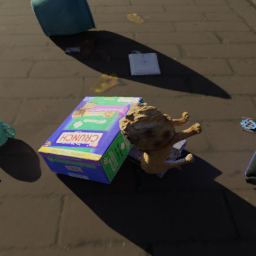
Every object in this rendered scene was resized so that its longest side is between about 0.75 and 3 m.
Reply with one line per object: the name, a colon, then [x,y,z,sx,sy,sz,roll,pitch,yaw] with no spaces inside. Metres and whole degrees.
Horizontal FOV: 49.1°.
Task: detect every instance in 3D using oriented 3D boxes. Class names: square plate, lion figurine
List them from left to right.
square plate: [0.756,-3.007,12.969,1.348,0.192,1.335,-3,58,-5]
lion figurine: [0.782,0.538,7.250,1.836,2.998,1.086,-18,45,-12]

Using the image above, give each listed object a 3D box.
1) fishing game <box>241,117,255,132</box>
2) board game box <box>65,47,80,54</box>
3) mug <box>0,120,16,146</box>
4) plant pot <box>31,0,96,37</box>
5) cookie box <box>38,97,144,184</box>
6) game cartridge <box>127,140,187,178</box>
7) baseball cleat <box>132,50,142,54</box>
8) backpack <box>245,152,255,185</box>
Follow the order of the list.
fishing game: [4.412,-0.146,10.233,0.541,0.117,0.756,13,45,18]
board game box: [-2.811,-3.944,14.244,0.766,0.124,0.460,-3,48,-3]
mug: [-4.603,0.067,9.527,1.232,0.762,1.013,-30,51,-28]
plant pot: [-3.508,-6.258,14.903,2.712,2.886,2.886,-22,46,-3]
cookie box: [-0.962,0.213,8.601,2.316,1.018,2.708,4,44,32]
game cartridge: [0.510,0.420,9.318,2.464,0.473,1.597,28,60,26]
baseball cleat: [0.525,-3.413,13.485,1.080,0.377,0.575,27,49,26]
backpack: [5.128,0.975,7.533,2.288,2.215,2.726,-30,50,-31]
